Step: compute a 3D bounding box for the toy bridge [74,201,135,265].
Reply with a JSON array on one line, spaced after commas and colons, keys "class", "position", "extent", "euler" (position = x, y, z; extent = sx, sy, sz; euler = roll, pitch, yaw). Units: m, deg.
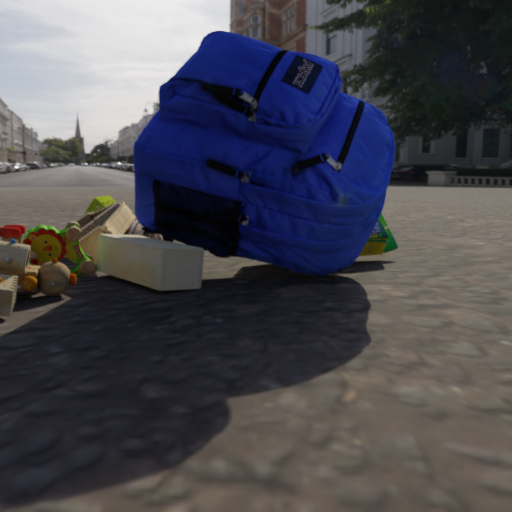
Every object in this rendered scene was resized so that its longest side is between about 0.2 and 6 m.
[{"class": "toy bridge", "position": [-3.060, -0.563, 11.175], "extent": [1.286, 0.521, 3.825], "euler": [-38, 19, -11]}]

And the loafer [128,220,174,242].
[{"class": "loafer", "position": [-2.116, -0.360, 11.398], "extent": [0.644, 0.737, 2.049], "euler": [7, 6, -1]}]

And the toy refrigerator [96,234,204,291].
[{"class": "toy refrigerator", "position": [-1.676, 0.096, 8.606], "extent": [0.734, 0.676, 1.932], "euler": [0, 8, -42]}]

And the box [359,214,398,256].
[{"class": "box", "position": [1.471, -0.604, 10.826], "extent": [2.391, 0.578, 1.403], "euler": [-4, 47, -14]}]

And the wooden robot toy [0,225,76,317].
[{"class": "wooden robot toy", "position": [-2.947, 0.167, 7.502], "extent": [1.054, 1.023, 2.322], "euler": [9, 7, -16]}]

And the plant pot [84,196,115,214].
[{"class": "plant pot", "position": [-3.871, -0.979, 14.388], "extent": [0.768, 0.842, 0.846], "euler": [37, 16, 4]}]

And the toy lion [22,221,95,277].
[{"class": "toy lion", "position": [-3.121, -0.058, 8.748], "extent": [0.942, 0.983, 0.337], "euler": [-22, 31, -12]}]

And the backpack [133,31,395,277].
[{"class": "backpack", "position": [0.285, -1.509, 8.922], "extent": [3.778, 3.170, 3.070], "euler": [21, 54, 5]}]

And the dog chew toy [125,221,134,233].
[{"class": "dog chew toy", "position": [-3.365, -0.776, 14.934], "extent": [0.630, 0.392, 0.392], "euler": [11, 12, 19]}]
